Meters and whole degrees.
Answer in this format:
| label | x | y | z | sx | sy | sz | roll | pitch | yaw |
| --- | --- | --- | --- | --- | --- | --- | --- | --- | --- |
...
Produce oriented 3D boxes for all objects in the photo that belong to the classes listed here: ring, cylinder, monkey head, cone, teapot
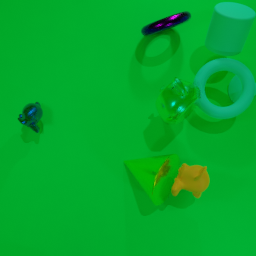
| label | x | y | z | sx | sy | sz | roll | pitch | yaw |
| --- | --- | --- | --- | --- | --- | --- | --- | --- | --- |
| ring | 1.102 | -3.036 | 8.181 | 1.506 | 1.506 | 0.301 | -21 | 105 | -5 |
| cylinder | 2.767 | -2.710 | 7.686 | 1.072 | 1.072 | 1.072 | 3 | 45 | -3 |
| monkey head | 1.561 | 1.371 | 6.948 | 0.786 | 1.304 | 0.938 | 22 | 54 | 24 |
| monkey head | -2.573 | -0.291 | 7.693 | 0.652 | 1.082 | 0.778 | -37 | 117 | 8 |
| cone | 3.607 | -1.124 | 8.225 | 0.896 | 0.893 | 0.893 | 1 | 75 | -28 |
| teapot | 1.222 | -0.708 | 7.303 | 1.232 | 1.981 | 0.970 | -41 | 73 | -11 |
| cone | 0.442 | 1.136 | 7.578 | 1.418 | 1.413 | 1.413 | 19 | 76 | 32 |
| ring | 2.594 | -1.068 | 7.626 | 1.651 | 0.330 | 1.651 | 0 | 93 | 7 |
